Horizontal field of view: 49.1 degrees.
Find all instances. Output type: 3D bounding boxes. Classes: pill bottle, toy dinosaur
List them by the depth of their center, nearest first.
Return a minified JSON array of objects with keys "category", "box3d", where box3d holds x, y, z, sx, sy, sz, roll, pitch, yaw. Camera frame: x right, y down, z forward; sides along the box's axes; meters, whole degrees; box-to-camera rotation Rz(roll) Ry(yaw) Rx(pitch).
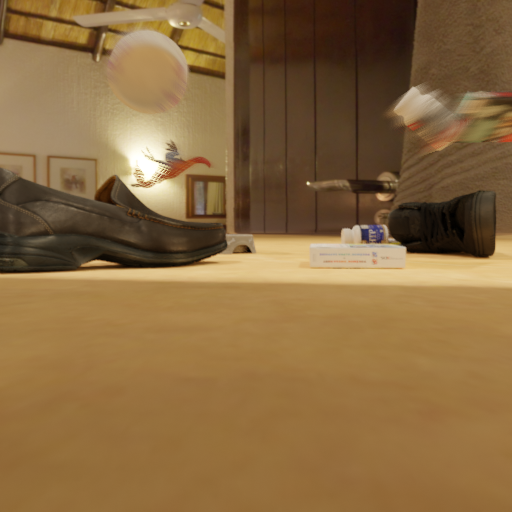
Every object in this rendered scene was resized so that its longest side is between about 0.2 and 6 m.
[{"category":"pill bottle","box3d":[2.689,-2.162,8.797,0.974,0.564,0.564,38,3,-1]},{"category":"toy dinosaur","box3d":[-1.856,-1.797,11.329,1.542,0.810,1.400,1,37,11]},{"category":"pill bottle","box3d":[2.399,-0.391,12.426,0.957,0.573,0.573,-2,3,-2]}]

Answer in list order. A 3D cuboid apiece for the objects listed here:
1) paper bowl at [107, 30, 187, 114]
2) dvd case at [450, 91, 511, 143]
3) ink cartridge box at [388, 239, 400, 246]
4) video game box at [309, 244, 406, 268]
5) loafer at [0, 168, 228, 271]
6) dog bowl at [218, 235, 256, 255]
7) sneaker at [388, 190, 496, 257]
[{"category":"paper bowl","box3d":[-1.876,-3.242,9.787,1.349,1.349,0.701,0,45,-3]},{"category":"dvd case","box3d":[3.928,-2.228,9.033,1.558,0.171,1.137,-4,-25,-6]},{"category":"ink cartridge box","box3d":[3.476,-0.276,13.205,1.215,0.286,1.201,2,2,11]},{"category":"video game box","box3d":[1.332,-0.012,7.633,1.203,0.309,1.320,-2,3,7]},{"category":"loafer","box3d":[-1.792,-0.456,7.302,3.365,1.216,1.225,-1,2,-41]},{"category":"dog bowl","box3d":[-0.642,-0.237,11.261,1.314,0.385,1.314,-1,2,0]},{"category":"sneaker","box3d":[3.406,-0.518,10.653,1.929,1.111,3.698,1,-2,18]}]
